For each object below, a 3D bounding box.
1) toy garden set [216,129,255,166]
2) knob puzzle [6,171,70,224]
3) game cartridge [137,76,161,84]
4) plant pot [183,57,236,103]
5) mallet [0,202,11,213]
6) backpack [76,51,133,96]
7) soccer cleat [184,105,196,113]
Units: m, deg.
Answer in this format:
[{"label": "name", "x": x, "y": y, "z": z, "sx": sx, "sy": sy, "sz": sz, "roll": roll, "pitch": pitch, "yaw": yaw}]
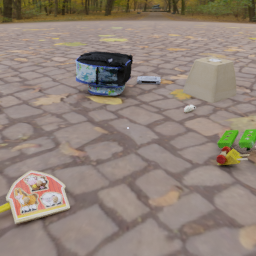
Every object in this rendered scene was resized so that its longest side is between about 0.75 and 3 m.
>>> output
[{"label": "toy garden set", "x": 3.833, "y": 0.599, "z": 8.213, "sx": 2.333, "sy": 0.466, "sz": 1.945, "roll": -3, "pitch": 20, "yaw": 36}, {"label": "knob puzzle", "x": -2.183, "y": 1.502, "z": 6.722, "sx": 1.534, "sy": 0.213, "sz": 1.534, "roll": 9, "pitch": 36, "yaw": -7}, {"label": "game cartridge", "x": 1.167, "y": -2.672, "z": 15.621, "sx": 1.293, "sy": 0.269, "sz": 0.861, "roll": 3, "pitch": 22, "yaw": 5}, {"label": "plant pot", "x": 4.031, "y": -2.445, "z": 13.542, "sx": 1.898, "sy": 1.681, "sz": 1.896, "roll": -19, "pitch": 32, "yaw": -32}, {"label": "mallet", "x": -2.666, "y": 1.843, "z": 6.364, "sx": 2.440, "sy": 0.502, "sz": 0.804, "roll": -14, "pitch": 29, "yaw": -34}, {"label": "backpack", "x": -1.235, "y": -2.664, "z": 13.699, "sx": 2.557, "sy": 1.879, "sz": 2.340, "roll": 10, "pitch": 27, "yaw": 8}, {"label": "soccer cleat", "x": 2.623, "y": -0.815, "z": 11.869, "sx": 0.293, "sy": 0.262, "sz": 0.755, "roll": 22, "pitch": 31, "yaw": 32}]
